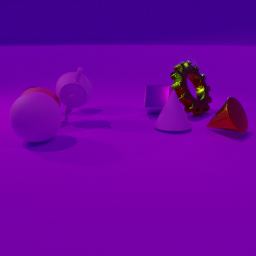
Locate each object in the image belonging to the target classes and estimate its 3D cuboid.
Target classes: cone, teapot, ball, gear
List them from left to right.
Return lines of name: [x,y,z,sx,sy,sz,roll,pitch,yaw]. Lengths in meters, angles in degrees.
ball: [-2.479,-0.288,7.584,1.354,1.354,1.354,0,18,0]
cone: [-2.802,-0.361,8.731,1.313,1.313,1.318,-3,40,-9]
teapot: [-1.773,-1.104,9.076,1.187,1.909,0.934,15,30,-15]
cone: [1.402,-0.614,8.715,1.178,1.182,1.178,0,14,0]
gear: [2.332,-1.445,10.213,1.980,1.980,0.366,-20,-3,-45]
cone: [2.785,-0.215,8.377,1.100,1.100,1.105,-20,-4,-45]

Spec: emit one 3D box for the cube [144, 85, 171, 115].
cube: [1.068,-0.993,10.064,0.853,0.853,0.853,4,-12,11]

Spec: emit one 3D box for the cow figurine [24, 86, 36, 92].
cow figurine: [-3.374,-0.928,9.942,0.731,1.331,1.310,18,-21,-33]
